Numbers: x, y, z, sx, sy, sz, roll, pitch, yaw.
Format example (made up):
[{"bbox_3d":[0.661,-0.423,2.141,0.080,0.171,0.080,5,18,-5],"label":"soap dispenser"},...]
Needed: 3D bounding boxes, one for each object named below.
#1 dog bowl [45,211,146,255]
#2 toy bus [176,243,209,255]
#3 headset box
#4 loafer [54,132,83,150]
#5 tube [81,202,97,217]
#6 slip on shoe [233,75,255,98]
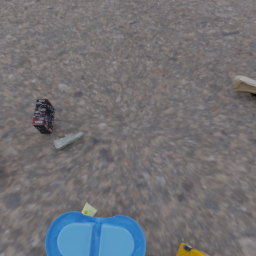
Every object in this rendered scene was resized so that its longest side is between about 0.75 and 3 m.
[{"bbox_3d":[-0.653,2.389,5.860,2.048,0.508,1.141,3,70,4],"label":"dog bowl"},{"bbox_3d":[1.624,2.861,5.632,1.466,0.574,0.477,7,72,59],"label":"toy bus"},{"bbox_3d":[-2.497,-0.293,8.343,0.359,0.693,0.931,0,68,7],"label":"headset box"},{"bbox_3d":[-1.747,0.306,8.244,0.896,0.313,0.313,-27,75,-21],"label":"loafer"},{"bbox_3d":[-1.085,2.250,6.536,0.249,0.278,0.959,20,59,18],"label":"tube"},{"bbox_3d":[4.320,-1.230,9.319,1.773,0.674,0.537,16,92,-15],"label":"slip on shoe"}]
